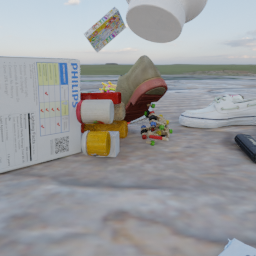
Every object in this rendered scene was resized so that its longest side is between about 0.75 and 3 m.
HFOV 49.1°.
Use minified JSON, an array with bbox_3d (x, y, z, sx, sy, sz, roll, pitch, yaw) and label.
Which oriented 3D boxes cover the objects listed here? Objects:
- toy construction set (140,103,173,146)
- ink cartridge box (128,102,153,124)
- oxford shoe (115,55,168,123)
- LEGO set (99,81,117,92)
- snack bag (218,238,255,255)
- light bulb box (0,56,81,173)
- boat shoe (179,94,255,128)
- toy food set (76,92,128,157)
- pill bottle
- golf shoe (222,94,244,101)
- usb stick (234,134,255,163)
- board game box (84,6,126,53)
[{"bbox_3d":[0.778,0.042,6.637,0.767,0.833,0.999,10,31,-12],"label":"toy construction set"},{"bbox_3d":[-0.486,-0.556,9.358,1.818,0.537,2.271,8,14,32],"label":"ink cartridge box"},{"bbox_3d":[0.055,-0.814,7.085,0.925,0.982,2.626,-9,-17,-33],"label":"oxford shoe"},{"bbox_3d":[-0.770,-1.228,12.161,2.825,1.051,1.299,6,-21,43],"label":"LEGO set"},{"bbox_3d":[1.080,1.314,2.125,1.112,0.119,1.049,13,18,43],"label":"snack bag"},{"bbox_3d":[-2.031,-0.359,5.296,1.229,1.953,1.970,13,17,42],"label":"light bulb box"},{"bbox_3d":[2.882,-0.567,8.502,2.777,0.927,1.021,-3,13,-13],"label":"boat shoe"},{"bbox_3d":[-0.755,-0.126,5.912,1.167,1.238,2.593,1,11,8],"label":"toy food set"},{"bbox_3d":[0.701,-2.559,4.300,1.333,2.407,1.333,16,-16,5],"label":"pill bottle"},{"bbox_3d":[4.547,-1.187,12.390,0.631,0.498,1.370,-18,11,-16],"label":"golf shoe"},{"bbox_3d":[2.572,0.403,5.805,0.425,0.250,1.532,1,13,8],"label":"usb stick"},{"bbox_3d":[-0.880,-3.848,11.055,0.272,1.591,1.069,49,1,24],"label":"board game box"}]
